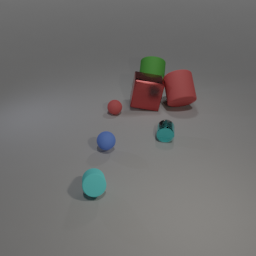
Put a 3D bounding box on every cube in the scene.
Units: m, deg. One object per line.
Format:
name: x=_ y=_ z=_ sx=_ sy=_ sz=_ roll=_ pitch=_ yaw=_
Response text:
cube: x=0.913 y=-1.826 z=13.811 sx=1.400 sy=1.400 sz=1.400 roll=9 pitch=29 yaw=-4

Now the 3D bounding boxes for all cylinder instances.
cylinder: x=1.517 y=0.121 z=11.266 sx=0.700 sy=0.700 sz=0.700 roll=4 pitch=29 yaw=7
cylinder: x=1.337 y=-3.052 z=15.575 sx=1.400 sy=1.400 sz=1.400 roll=6 pitch=-11 yaw=1
cylinder: x=2.506 y=-1.899 z=13.578 sx=1.400 sy=1.400 sz=1.400 roll=-7 pitch=-14 yaw=-2
cylinder: x=-1.023 y=1.623 z=8.393 sx=0.700 sy=0.700 sz=0.700 roll=-5 pitch=6 yaw=-9

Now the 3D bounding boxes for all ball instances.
ball: x=-0.625 y=-0.980 z=13.194 sx=0.700 sy=0.700 sz=0.700 roll=0 pitch=29 yaw=0
ball: x=-0.808 y=0.470 z=10.368 sx=0.700 sy=0.700 sz=0.700 roll=0 pitch=29 yaw=0
